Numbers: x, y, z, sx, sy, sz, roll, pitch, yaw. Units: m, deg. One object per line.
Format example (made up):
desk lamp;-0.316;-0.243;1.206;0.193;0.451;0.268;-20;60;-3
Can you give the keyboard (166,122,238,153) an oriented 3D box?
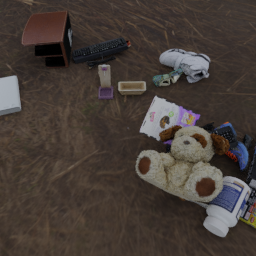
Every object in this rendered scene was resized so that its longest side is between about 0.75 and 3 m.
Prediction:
keyboard;2.552;0.416;10.149;2.485;0.492;1.294;-17;48;6

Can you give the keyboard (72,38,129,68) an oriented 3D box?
keyboard;-1.366;-3.786;14.069;2.817;0.290;1.790;-17;52;-4

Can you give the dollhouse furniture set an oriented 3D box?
dollhouse furniture set;-0.283;-2.393;12.278;2.123;1.507;1.682;-1;50;-1

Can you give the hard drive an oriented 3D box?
hard drive;-5.513;-1.418;12.261;1.417;0.282;2.148;-14;50;-12

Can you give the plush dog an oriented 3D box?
plush dog;1.875;0.992;8.635;2.617;2.100;2.248;14;72;31

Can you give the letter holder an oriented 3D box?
letter holder;-4.006;-4.455;14.093;2.067;1.463;2.909;-4;50;-1

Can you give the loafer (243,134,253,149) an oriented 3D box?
loafer;4.500;0.624;10.503;0.335;0.337;0.926;20;54;11

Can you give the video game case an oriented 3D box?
video game case;4.063;2.549;8.842;1.066;0.150;1.180;28;61;23

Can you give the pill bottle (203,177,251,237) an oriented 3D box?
pill bottle;2.979;2.391;8.536;0.925;0.925;1.666;28;63;22

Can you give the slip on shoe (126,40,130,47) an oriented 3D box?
slip on shoe;-0.389;-4.430;14.795;1.054;0.323;0.391;-10;52;-7

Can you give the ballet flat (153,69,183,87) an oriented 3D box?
ballet flat;1.904;-2.253;12.893;1.585;0.588;0.588;-19;52;-13

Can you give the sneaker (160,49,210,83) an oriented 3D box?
sneaker;2.663;-2.918;13.111;2.411;0.906;1.386;8;47;2

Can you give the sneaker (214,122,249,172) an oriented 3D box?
sneaker;3.721;0.743;10.227;0.826;0.794;2.107;-18;45;3

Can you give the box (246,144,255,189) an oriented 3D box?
box;5.831;1.310;9.667;2.835;0.710;2.857;20;52;16

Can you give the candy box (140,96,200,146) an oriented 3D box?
candy box;1.436;-0.167;9.825;1.675;0.599;1.405;24;96;0
